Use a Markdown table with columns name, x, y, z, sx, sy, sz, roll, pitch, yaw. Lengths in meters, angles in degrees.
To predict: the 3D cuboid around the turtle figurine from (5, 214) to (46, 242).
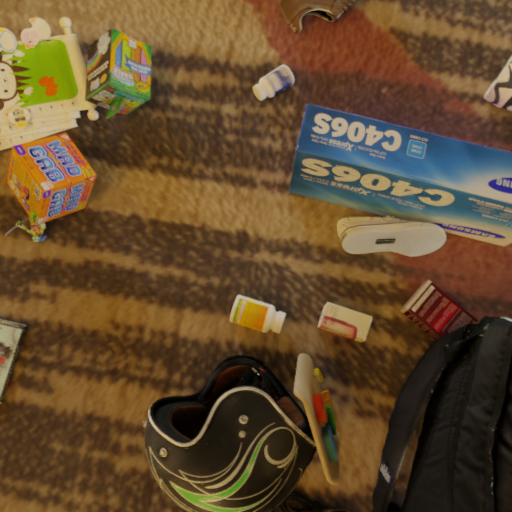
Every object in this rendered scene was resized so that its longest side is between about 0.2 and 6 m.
| name | x | y | z | sx | sy | sz | roll | pitch | yaw |
| --- | --- | --- | --- | --- | --- | --- | --- | --- | --- |
| turtle figurine | -4.230 | -0.660 | 10.559 | 0.527 | 0.732 | 0.710 | -18 | 67 | 37 |

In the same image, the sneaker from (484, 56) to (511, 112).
| name | x | y | z | sx | sy | sz | roll | pitch | yaw |
| --- | --- | --- | --- | --- | --- | --- | --- | --- | --- |
| sneaker | 5.862 | -3.711 | 11.186 | 1.531 | 0.939 | 2.353 | 36 | 79 | 7 |

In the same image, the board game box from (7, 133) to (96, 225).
| name | x | y | z | sx | sy | sz | roll | pitch | yaw |
| --- | --- | --- | --- | --- | --- | --- | --- | --- | --- |
| board game box | -3.805 | -1.426 | 10.373 | 1.067 | 1.068 | 1.067 | -29 | 76 | -39 |

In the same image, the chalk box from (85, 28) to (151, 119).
| name | x | y | z | sx | sy | sz | roll | pitch | yaw |
| --- | --- | --- | --- | --- | --- | --- | --- | --- | --- |
| chalk box | -2.685 | -3.407 | 10.930 | 0.944 | 0.951 | 1.523 | 11 | 74 | -44 |

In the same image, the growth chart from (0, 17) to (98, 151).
| name | x | y | z | sx | sy | sz | roll | pitch | yaw |
| --- | --- | --- | --- | --- | --- | --- | --- | --- | --- |
| growth chart | -4.665 | -3.132 | 10.784 | 3.106 | 0.275 | 2.247 | -25 | 117 | -8 |

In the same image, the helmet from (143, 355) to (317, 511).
| name | x | y | z | sx | sy | sz | roll | pitch | yaw |
| --- | --- | --- | --- | --- | --- | --- | --- | --- | --- |
| helmet | -0.473 | 2.964 | 8.906 | 2.354 | 2.469 | 2.469 | -41 | 80 | 2 |

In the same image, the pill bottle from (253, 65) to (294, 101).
| name | x | y | z | sx | sy | sz | roll | pitch | yaw |
| --- | --- | --- | --- | --- | --- | --- | --- | --- | --- |
| pill bottle | 0.338 | -3.497 | 11.378 | 0.787 | 0.437 | 0.437 | -35 | 79 | -8 |

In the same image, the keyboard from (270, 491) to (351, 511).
| name | x | y | z | sx | sy | sz | roll | pitch | yaw |
| --- | --- | --- | --- | --- | --- | --- | --- | --- | --- |
| keyboard | 0.639 | 5.113 | 9.344 | 3.816 | 0.489 | 2.291 | 26 | 78 | 5 |

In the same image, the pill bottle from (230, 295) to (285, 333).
| name | x | y | z | sx | sy | sz | roll | pitch | yaw |
| --- | --- | --- | --- | --- | --- | --- | --- | --- | --- |
| pill bottle | 0.035 | 1.096 | 10.252 | 0.945 | 0.525 | 0.525 | 17 | 77 | 4 |

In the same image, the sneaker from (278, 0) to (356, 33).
| name | x | y | z | sx | sy | sz | roll | pitch | yaw |
| --- | --- | --- | --- | --- | --- | --- | --- | --- | --- |
| sneaker | 1.686 | -5.427 | 11.775 | 2.482 | 0.874 | 0.937 | -20 | 101 | -5 |

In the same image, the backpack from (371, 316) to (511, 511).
| name | x | y | z | sx | sy | sz | roll | pitch | yaw |
| --- | --- | --- | --- | --- | --- | --- | --- | --- | --- |
| backpack | 3.807 | 3.177 | 8.558 | 2.738 | 3.609 | 4.325 | 20 | 74 | -16 |

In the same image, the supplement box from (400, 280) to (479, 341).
| name | x | y | z | sx | sy | sz | roll | pitch | yaw |
| --- | --- | --- | --- | --- | --- | --- | --- | --- | --- |
| supplement box | 3.428 | 1.166 | 10.295 | 1.350 | 0.411 | 0.735 | 42 | 80 | 10 |

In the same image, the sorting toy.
| name | x | y | z | sx | sy | sz | roll | pitch | yaw |
| --- | --- | --- | --- | --- | --- | --- | --- | --- | --- |
| sorting toy | 1.059 | 2.378 | 9.007 | 0.286 | 2.138 | 1.593 | -19 | 101 | 12 |

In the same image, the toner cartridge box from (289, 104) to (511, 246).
| name | x | y | z | sx | sy | sz | roll | pitch | yaw |
| --- | --- | --- | --- | --- | --- | --- | --- | --- | --- |
| toner cartridge box | 2.821 | -1.357 | 10.049 | 4.343 | 2.063 | 0.938 | 14 | 78 | 4 |

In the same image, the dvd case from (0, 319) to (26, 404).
| name | x | y | z | sx | sy | sz | roll | pitch | yaw |
| --- | --- | --- | --- | --- | --- | --- | --- | --- | --- |
| dvd case | -4.961 | 1.864 | 10.263 | 1.072 | 0.162 | 1.469 | 13 | 76 | 3 |

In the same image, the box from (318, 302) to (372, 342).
| name | x | y | z | sx | sy | sz | roll | pitch | yaw |
| --- | --- | --- | --- | --- | --- | --- | --- | --- | --- |
| box | 1.607 | 1.214 | 10.213 | 0.856 | 0.548 | 0.467 | 18 | 79 | 5 |

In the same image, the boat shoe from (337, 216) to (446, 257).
| name | x | y | z | sx | sy | sz | roll | pitch | yaw |
| --- | --- | --- | --- | --- | --- | --- | --- | --- | --- |
| boat shoe | 2.493 | -0.461 | 10.438 | 2.080 | 0.737 | 0.726 | -2 | 43 | -11 |
